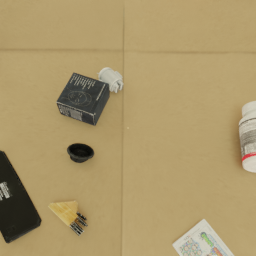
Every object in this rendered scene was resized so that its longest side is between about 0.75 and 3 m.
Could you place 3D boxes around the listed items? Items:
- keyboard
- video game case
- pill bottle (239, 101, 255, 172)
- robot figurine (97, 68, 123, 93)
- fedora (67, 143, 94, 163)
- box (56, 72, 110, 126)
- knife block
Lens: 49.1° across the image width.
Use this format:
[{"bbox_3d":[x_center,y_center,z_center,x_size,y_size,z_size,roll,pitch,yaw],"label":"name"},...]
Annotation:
[{"bbox_3d":[-3.363,1.788,7.240,1.301,0.495,2.500,-20,60,-36],"label":"keyboard"},{"bbox_3d":[1.814,2.953,6.682,1.034,0.135,1.136,-32,67,-16],"label":"video game case"},{"bbox_3d":[3.582,0.213,7.626,1.009,1.009,1.823,5,63,3],"label":"pill bottle"},{"bbox_3d":[-0.553,-1.531,8.810,0.803,0.534,0.946,-33,67,-32],"label":"robot figurine"},{"bbox_3d":[-1.316,0.732,7.677,0.753,0.344,0.753,14,32,-9],"label":"fedora"},{"bbox_3d":[-1.298,-0.865,8.345,1.165,0.735,1.186,19,64,10],"label":"box"},{"bbox_3d":[-1.485,2.272,6.938,0.959,0.307,0.842,-4,61,-3],"label":"knife block"}]
